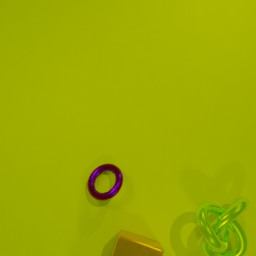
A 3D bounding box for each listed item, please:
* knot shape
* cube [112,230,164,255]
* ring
[{"bbox_3d":[2.306,2.468,6.975,1.694,0.836,1.810,23,83,-35],"label":"knot shape"},{"bbox_3d":[0.160,3.343,7.010,1.138,1.138,1.138,17,78,5],"label":"cube"},{"bbox_3d":[-0.632,1.473,7.701,1.070,0.214,1.070,-12,54,18],"label":"ring"}]
